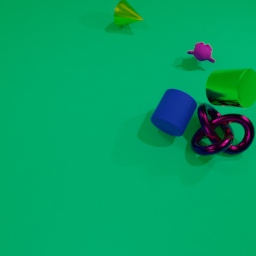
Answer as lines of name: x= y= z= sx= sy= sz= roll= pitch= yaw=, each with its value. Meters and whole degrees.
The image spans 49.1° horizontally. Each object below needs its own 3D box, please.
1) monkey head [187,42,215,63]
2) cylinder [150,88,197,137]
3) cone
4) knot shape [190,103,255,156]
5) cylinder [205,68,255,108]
monkey head: x=2.551 y=-2.578 z=9.796 sx=1.032 sy=0.742 sz=0.622 roll=19 pitch=71 yaw=-3
cylinder: x=1.349 y=-0.448 z=8.266 sx=1.048 sy=1.048 sz=1.048 roll=26 pitch=76 yaw=15
cone: x=0.166 y=-4.216 z=10.601 sx=1.018 sy=1.014 sz=1.014 roll=27 pitch=63 yaw=24
knot shape: x=2.795 y=0.119 z=8.187 sx=1.733 sy=0.856 sz=1.852 roll=12 pitch=60 yaw=7
cylinder: x=2.912 y=-1.121 z=7.844 sx=1.054 sy=1.054 sz=1.054 roll=-45 pitch=31 yaw=-23
